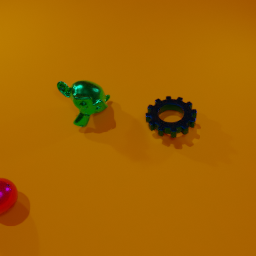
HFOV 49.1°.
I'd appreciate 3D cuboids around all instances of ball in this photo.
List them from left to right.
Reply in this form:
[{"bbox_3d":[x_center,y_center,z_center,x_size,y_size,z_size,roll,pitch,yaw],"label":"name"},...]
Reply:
[{"bbox_3d":[-2.831,1.487,6.139,0.784,0.784,0.784,0,59,0],"label":"ball"}]

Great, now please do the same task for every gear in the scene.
[{"bbox_3d":[1.126,-0.318,7.350,1.306,0.241,1.306,-4,47,4],"label":"gear"}]

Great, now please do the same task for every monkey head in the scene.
[{"bbox_3d":[-1.133,-0.672,7.384,1.574,1.132,0.948,12,33,-34],"label":"monkey head"}]
